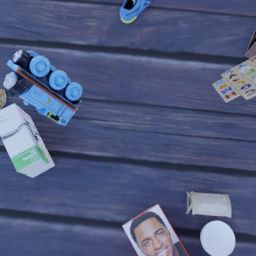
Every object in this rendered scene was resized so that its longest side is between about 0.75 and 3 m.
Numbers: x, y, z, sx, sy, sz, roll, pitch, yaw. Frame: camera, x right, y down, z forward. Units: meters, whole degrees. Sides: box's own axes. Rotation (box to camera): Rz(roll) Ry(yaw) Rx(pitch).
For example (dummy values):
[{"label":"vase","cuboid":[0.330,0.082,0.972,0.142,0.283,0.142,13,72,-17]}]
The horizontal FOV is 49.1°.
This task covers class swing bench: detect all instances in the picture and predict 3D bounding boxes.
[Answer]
[{"label":"swing bench","cuboid":[2.597,2.484,9.175,1.180,1.186,0.770,5,74,1]}]

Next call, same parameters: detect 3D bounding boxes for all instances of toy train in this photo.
[{"label":"toy train","cuboid":[-2.369,-1.123,7.982,1.041,2.402,1.372,31,86,44]}]

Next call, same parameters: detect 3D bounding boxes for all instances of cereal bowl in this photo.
[{"label":"cereal bowl","cuboid":[2.879,3.631,9.179,1.119,0.466,1.119,4,67,-9]}]

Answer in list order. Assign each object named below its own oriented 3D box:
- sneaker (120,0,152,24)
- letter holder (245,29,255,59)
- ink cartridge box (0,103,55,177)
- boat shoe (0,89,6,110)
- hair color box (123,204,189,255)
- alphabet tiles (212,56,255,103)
[{"label":"sneaker","cuboid":[0.437,-5.345,11.544,0.728,0.866,2.208,33,76,11]},{"label":"letter holder","cuboid":[6.175,-3.150,10.354,2.731,1.941,1.373,25,76,6]},{"label":"ink cartridge box","cuboid":[-3.534,0.457,9.533,0.913,1.586,2.173,-29,76,-8]},{"label":"boat shoe","cuboid":[-4.922,-0.929,10.541,0.451,0.385,1.229,5,74,1]},{"label":"hair color box","cuboid":[1.076,3.993,8.930,1.391,0.839,2.740,-30,76,-7]},{"label":"alphabet tiles","cuboid":[3.685,-1.581,8.258,2.194,2.636,0.083,-28,110,15]}]
